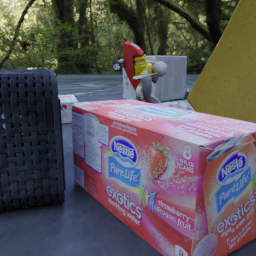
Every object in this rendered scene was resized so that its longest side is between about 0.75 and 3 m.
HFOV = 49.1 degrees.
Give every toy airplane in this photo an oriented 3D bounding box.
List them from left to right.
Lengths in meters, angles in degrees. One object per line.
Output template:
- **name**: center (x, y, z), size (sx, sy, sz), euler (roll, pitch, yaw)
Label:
- **toy airplane**: center (0.801, -2.004, 11.661), size (1.947, 2.759, 2.747), euler (-22, -27, 22)

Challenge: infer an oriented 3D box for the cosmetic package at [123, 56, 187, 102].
- **cosmetic package**: center (1.524, -2.820, 15.828), size (2.899, 2.426, 2.411), euler (-12, 17, -44)

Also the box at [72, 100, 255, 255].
- **box**: center (0.368, 0.464, 4.149), size (1.376, 1.491, 2.906), euler (-9, 16, -34)

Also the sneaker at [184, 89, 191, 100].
- **sneaker**: center (3.273, -1.147, 11.442), size (2.643, 1.261, 1.044), euler (-7, 13, -32)

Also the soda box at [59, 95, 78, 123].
- **soda box**: center (-2.415, -0.790, 10.938), size (0.825, 0.771, 2.422), euler (-3, 14, -14)

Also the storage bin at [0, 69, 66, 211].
- **storage bin**: center (-1.966, -0.021, 5.059), size (1.383, 1.995, 2.951), euler (-4, 14, -17)

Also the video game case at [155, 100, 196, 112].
- **video game case**: center (1.716, -0.202, 8.143), size (1.900, 0.236, 2.655), euler (-8, 28, -18)

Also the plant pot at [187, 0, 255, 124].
- **plant pot**: center (3.273, -0.485, 4.602), size (2.862, 2.880, 2.947), euler (-1, 47, -22)
